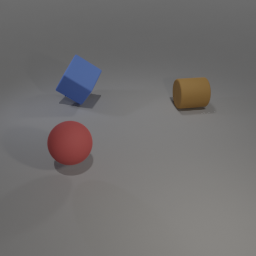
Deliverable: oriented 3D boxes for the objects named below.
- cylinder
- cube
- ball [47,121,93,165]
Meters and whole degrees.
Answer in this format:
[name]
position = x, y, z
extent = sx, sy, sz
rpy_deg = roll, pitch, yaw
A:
[cylinder]
position = 2.975, -1.656, 13.239
extent = 1.400, 1.400, 1.400
rpy_deg = -5, 32, -7
[cube]
position = -2.298, -2.220, 13.040
extent = 1.400, 1.400, 1.400
rpy_deg = 30, 56, -15
[ball]
position = -1.823, 0.471, 8.842
extent = 1.400, 1.400, 1.400
rpy_deg = 0, 32, 0
